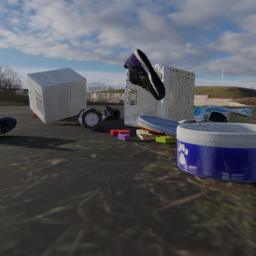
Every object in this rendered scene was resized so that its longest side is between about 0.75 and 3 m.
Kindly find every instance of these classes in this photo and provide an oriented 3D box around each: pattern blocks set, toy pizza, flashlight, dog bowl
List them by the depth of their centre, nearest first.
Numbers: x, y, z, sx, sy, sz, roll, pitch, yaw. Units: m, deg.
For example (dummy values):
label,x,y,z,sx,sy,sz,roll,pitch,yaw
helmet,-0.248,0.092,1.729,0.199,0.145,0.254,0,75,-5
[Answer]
label,x,y,z,sx,sy,sz,roll,pitch,yaw
dog bowl,1.793,0.342,4.935,1.855,0.731,1.855,0,6,0
toy pizza,1.272,0.129,7.340,2.220,0.352,2.220,14,10,-2
pattern blocks set,1.011,0.181,8.919,2.780,0.225,2.444,-1,6,-17
flashlight,-1.664,-0.460,11.730,0.899,0.903,2.656,-6,8,-13

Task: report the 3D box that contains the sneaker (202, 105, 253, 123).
label,x,y,z,sx,sy,sz,roll,pitch,yaw
sneaker,4.482,-0.361,11.865,2.630,0.945,0.953,8,44,7

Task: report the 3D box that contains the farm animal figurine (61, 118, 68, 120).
label,x,y,z,sx,sy,sz,roll,pitch,yaw
farm animal figurine,-4.306,-1.126,16.443,1.785,1.112,2.211,1,26,-13

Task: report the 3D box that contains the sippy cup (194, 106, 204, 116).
label,x,y,z,sx,sy,sz,roll,pitch,yaw
sippy cup,4.507,-0.898,17.015,0.757,1.032,0.811,9,-44,-47

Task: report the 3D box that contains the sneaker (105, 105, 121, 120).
label,x,y,z,sx,sy,sz,roll,pitch,yaw
sneaker,-0.898,-0.898,16.241,0.906,0.862,2.287,2,6,0

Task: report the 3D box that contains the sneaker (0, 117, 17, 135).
label,x,y,z,sx,sy,sz,roll,pitch,yaw
sneaker,-4.025,-0.055,8.800,1.153,0.607,1.595,-9,8,40

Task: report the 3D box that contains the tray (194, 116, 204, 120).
label,x,y,z,sx,sy,sz,roll,pitch,yaw
tray,3.382,-0.457,14.631,2.826,0.313,1.517,0,5,-3

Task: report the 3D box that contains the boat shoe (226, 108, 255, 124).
label,x,y,z,sx,sy,sz,roll,pitch,yaw
boat shoe,4.597,-0.272,10.091,0.821,0.873,2.292,-6,8,-43

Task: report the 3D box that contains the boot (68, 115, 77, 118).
label,x,y,z,sx,sy,sz,roll,pitch,yaw
boot,-3.576,-0.851,16.839,1.873,0.641,1.763,-1,6,-1

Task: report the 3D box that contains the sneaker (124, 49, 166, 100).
label,x,y,z,sx,sy,sz,roll,pitch,yaw
sneaker,0.524,-1.599,9.290,0.852,1.947,0.737,-37,-24,27

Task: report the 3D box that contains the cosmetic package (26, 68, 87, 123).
label,x,y,z,sx,sy,sz,roll,pitch,yaw
cosmetic package,-3.599,-1.742,14.333,2.379,1.961,1.963,-18,38,-35

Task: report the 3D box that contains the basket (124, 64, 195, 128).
label,x,y,z,sx,sy,sz,roll,pitch,yaw
basket,1.344,-1.266,11.917,2.032,2.504,2.527,-2,5,-36

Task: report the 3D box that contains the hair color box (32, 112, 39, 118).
label,x,y,z,sx,sy,sz,roll,pitch,yaw
hair color box,-5.650,-0.876,18.361,1.163,0.356,0.590,-1,7,-7

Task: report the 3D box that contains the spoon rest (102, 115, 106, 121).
label,x,y,z,sx,sy,sz,roll,pitch,yaw
spoon rest,-1.915,-0.664,15.399,0.926,0.565,1.864,-4,6,-33

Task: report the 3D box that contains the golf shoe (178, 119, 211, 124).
label,x,y,z,sx,sy,sz,roll,pitch,yaw
golf shoe,2.135,-0.046,9.017,1.367,0.535,0.665,12,-4,-31
